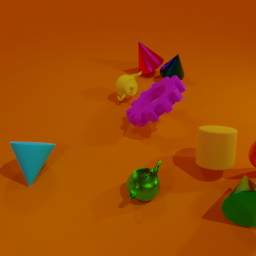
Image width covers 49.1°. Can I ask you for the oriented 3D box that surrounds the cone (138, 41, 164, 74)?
[{"bbox_3d":[0.684,-3.003,11.350,1.167,1.171,1.167,-24,31,16],"label":"cone"}]

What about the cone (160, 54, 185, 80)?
[{"bbox_3d":[1.783,-2.432,10.616,0.990,0.994,0.990,3,58,-5],"label":"cone"}]

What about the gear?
[{"bbox_3d":[0.831,-0.841,8.702,1.971,0.365,1.971,-34,22,16],"label":"gear"}]

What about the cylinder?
[{"bbox_3d":[2.271,0.488,7.233,0.962,0.962,0.962,1,11,0],"label":"cylinder"}]

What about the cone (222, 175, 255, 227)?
[{"bbox_3d":[2.667,1.424,6.286,1.081,1.081,1.085,9,35,12],"label":"cone"}]

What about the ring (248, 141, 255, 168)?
[{"bbox_3d":[3.739,0.523,6.824,1.567,1.567,0.313,-3,46,-4],"label":"ring"}]

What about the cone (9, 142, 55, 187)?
[{"bbox_3d":[-2.417,0.931,7.014,1.096,1.101,1.096,4,-1,0],"label":"cone"}]

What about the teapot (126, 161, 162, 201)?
[{"bbox_3d":[0.415,1.269,6.721,0.825,0.650,1.327,32,44,22],"label":"teapot"}]

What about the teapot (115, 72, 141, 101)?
[{"bbox_3d":[0.020,-1.500,9.953,0.658,0.836,1.344,12,64,47],"label":"teapot"}]
